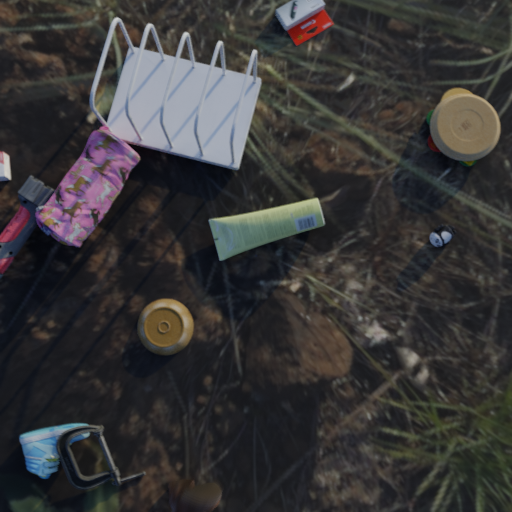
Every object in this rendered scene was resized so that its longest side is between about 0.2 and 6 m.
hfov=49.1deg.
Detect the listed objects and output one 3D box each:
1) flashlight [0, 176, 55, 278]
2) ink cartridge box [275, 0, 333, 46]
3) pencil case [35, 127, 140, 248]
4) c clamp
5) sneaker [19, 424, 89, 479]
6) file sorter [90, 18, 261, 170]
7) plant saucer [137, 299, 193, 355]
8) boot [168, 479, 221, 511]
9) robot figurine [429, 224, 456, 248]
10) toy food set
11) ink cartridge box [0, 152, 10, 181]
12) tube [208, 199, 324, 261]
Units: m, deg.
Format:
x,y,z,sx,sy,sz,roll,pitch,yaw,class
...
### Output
x,y,z,sx,sy,sz,roll,pitch,yaw,class
-5.083,-0.518,11.536,0.816,0.813,2.400,31,85,12,flashlight
1.073,-5.266,12.348,1.010,0.220,0.877,-31,83,-3,ink cartridge box
-3.459,-1.404,11.523,1.031,1.077,2.491,30,83,32,pencil case
-3.145,3.966,11.088,1.365,0.216,1.597,-23,107,-7,c clamp
-3.944,3.901,11.171,1.447,0.575,0.945,-12,82,8,sneaker
-1.579,-3.289,11.317,2.966,1.847,2.058,14,84,2,file sorter
-1.895,1.474,11.607,1.173,0.208,1.173,0,84,0,plant saucer
-1.021,5.356,10.445,0.664,1.928,2.069,-4,80,-27,boot
3.913,-0.423,11.747,0.547,0.342,0.411,-33,77,-3,robot figurine
4.416,-2.737,11.987,1.541,0.375,1.526,37,85,4,toy food set
-5.775,-1.858,11.918,0.944,0.319,0.550,-6,84,-2,ink cartridge box
0.229,-0.634,11.683,2.328,0.604,0.676,-16,56,4,tube
